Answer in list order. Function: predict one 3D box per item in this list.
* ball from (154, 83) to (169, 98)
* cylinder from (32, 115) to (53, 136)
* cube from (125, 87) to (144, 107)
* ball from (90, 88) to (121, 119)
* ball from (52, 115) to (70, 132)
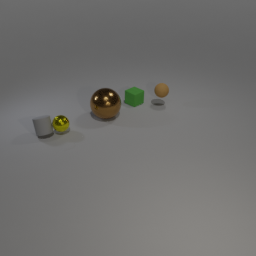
[{"bbox_3d":[1.609,-1.797,13.389,0.700,0.700,0.700,0,32,0],"label":"ball"},{"bbox_3d":[-3.454,-0.105,11.385,0.700,0.700,0.700,-10,13,2],"label":"cylinder"},{"bbox_3d":[0.317,-1.549,13.897,0.700,0.700,0.700,29,42,36],"label":"cube"},{"bbox_3d":[-1.000,-1.092,12.534,1.400,1.400,1.400,0,32,0],"label":"ball"},{"bbox_3d":[-2.754,-0.184,11.489,0.700,0.700,0.700,0,32,0],"label":"ball"}]
